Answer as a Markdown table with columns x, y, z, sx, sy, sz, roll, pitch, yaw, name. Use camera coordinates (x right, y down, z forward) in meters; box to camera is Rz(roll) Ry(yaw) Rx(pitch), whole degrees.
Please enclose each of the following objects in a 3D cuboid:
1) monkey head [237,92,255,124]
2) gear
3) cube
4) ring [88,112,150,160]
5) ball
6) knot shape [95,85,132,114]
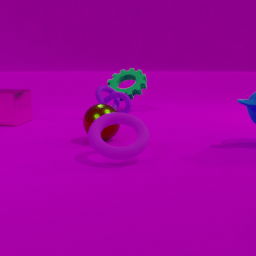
| x | y | z | sx | sy | sz | roll | pitch | yaw | name |
| --- | --- | --- | --- | --- | --- | --- | --- | --- | --- |
| 3.525 | -0.432 | 6.571 | 1.858 | 1.120 | 1.337 | 28 | 14 | -25 | monkey head |
| -0.053 | -1.879 | 12.003 | 1.712 | 0.317 | 1.712 | -9 | 48 | 11 | gear |
| -3.958 | -0.712 | 9.319 | 1.089 | 1.089 | 1.089 | 2 | 13 | 9 | cube |
| -0.183 | 0.137 | 5.725 | 1.253 | 0.251 | 1.253 | 3 | 44 | -3 | ring |
| -0.665 | -0.150 | 7.118 | 0.955 | 0.955 | 0.955 | 0 | 13 | 0 | ball |
| -0.657 | -0.946 | 9.887 | 1.392 | 1.303 | 0.643 | -22 | -18 | -2 | knot shape |
